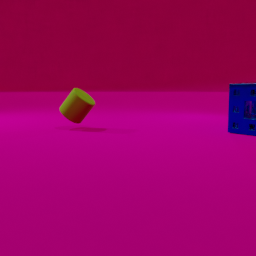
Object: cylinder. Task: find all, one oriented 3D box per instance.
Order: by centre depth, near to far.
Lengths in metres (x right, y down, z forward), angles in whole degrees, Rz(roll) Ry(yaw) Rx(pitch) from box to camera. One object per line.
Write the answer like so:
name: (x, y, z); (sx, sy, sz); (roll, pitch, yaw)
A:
cylinder: (-1.461, -0.638, 8.100); (0.749, 0.749, 0.749); (37, 16, -13)

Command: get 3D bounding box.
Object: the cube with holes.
cube with holes: (3.531, -0.533, 7.308); (1.282, 1.282, 1.282); (-11, 14, -42)
